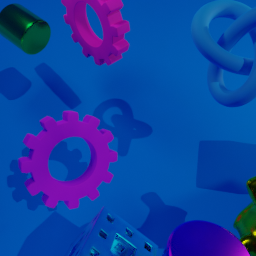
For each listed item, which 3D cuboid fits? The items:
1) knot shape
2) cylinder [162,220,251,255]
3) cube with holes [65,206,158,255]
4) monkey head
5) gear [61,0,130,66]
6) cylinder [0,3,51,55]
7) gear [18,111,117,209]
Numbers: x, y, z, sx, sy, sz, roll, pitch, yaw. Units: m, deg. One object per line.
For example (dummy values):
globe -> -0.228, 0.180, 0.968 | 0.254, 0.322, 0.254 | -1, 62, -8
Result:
knot shape -> 1.796, -1.398, 4.566 | 1.816, 0.839, 1.699 | -45, 79, 25
cylinder -> 1.038, 2.229, 4.119 | 1.222, 1.222, 1.222 | 8, 33, -5
cube with holes -> -0.385, 2.232, 4.382 | 1.144, 1.144, 1.144 | 37, 112, -1
monkey head -> 2.422, 1.557, 4.631 | 1.913, 1.153, 1.376 | -17, 114, 4
gear -> -0.721, -2.252, 5.975 | 0.339, 1.831, 1.831 | -36, 76, -28
cylinder -> -2.323, -2.211, 6.286 | 0.834, 0.834, 0.834 | 36, 77, 15
gear -> -1.223, 0.678, 5.986 | 2.031, 0.376, 2.031 | -5, 100, -29
